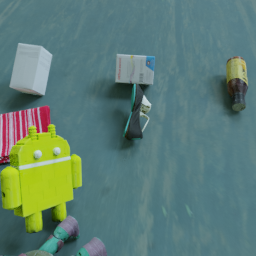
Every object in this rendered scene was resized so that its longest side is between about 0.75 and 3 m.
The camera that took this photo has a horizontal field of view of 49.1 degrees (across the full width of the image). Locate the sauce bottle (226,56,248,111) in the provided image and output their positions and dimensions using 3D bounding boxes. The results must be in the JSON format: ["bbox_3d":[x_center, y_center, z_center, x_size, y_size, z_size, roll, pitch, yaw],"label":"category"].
[{"bbox_3d":[3.859,-1.567,9.890,0.718,0.718,2.174,6,59,5],"label":"sauce bottle"}]

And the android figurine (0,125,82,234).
[{"bbox_3d":[-1.909,1.090,6.412,0.478,2.329,2.120,-1,1,36],"label":"android figurine"}]

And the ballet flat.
[{"bbox_3d":[0.335,-0.473,8.770,0.683,0.679,1.998,13,63,-4],"label":"ballet flat"}]

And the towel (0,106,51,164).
[{"bbox_3d":[-3.697,0.212,8.563,2.767,0.311,2.001,-11,48,-9],"label":"towel"}]

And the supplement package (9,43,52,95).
[{"bbox_3d":[-3.333,-1.994,9.686,0.897,0.894,1.529,9,85,9],"label":"supplement package"}]

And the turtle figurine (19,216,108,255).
[{"bbox_3d":[-1.788,2.978,5.382,2.056,1.382,2.746,42,47,18],"label":"turtle figurine"}]

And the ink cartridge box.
[{"bbox_3d":[0.244,-2.081,9.948,1.310,0.961,0.957,4,13,1],"label":"ink cartridge box"}]
